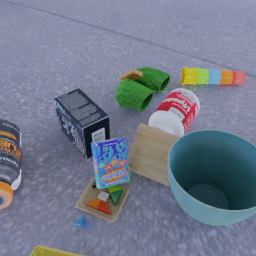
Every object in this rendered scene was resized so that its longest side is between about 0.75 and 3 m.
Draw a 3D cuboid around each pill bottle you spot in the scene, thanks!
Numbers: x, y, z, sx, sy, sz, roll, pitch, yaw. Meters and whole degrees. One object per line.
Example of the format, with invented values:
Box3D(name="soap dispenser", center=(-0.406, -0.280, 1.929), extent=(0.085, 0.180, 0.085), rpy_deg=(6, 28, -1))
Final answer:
Box3D(name="pill bottle", center=(-4.148, 1.125, 8.811), extent=(1.501, 1.501, 2.826), rpy_deg=(-11, 45, -11))
Box3D(name="pill bottle", center=(1.638, -0.331, 10.464), extent=(1.366, 1.366, 2.434), rpy_deg=(22, 48, 22))

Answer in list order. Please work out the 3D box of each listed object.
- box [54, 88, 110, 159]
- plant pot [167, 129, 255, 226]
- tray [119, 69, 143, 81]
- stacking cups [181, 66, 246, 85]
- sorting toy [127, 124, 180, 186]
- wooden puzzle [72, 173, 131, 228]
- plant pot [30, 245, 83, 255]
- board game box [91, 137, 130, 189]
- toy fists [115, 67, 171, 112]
Box3D(name="box", center=(-1.654, -0.205, 10.191), extent=(1.100, 1.524, 2.054), rpy_deg=(-27, 49, -26))
Box3D(name="plant pot", center=(2.417, 1.643, 7.979), extent=(2.754, 1.855, 2.754), rpy_deg=(1, 42, -1))
Box3D(name="tray", center=(0.128, -2.238, 12.097), extent=(0.511, 1.036, 0.192), rpy_deg=(15, 73, -33))
Box3D(name="stacking cups", center=(3.970, -2.325, 13.079), extent=(2.875, 0.870, 0.870), rpy_deg=(4, 43, -2))
Box3D(name="sorting toy", center=(0.917, 0.861, 9.248), extent=(1.591, 0.554, 1.581), rpy_deg=(20, 88, 20))
Box3D(name="wooden puzzle", center=(-0.769, 2.116, 8.669), extent=(1.471, 0.255, 2.181), rpy_deg=(10, 45, 11))
Box3D(name="plant pot", center=(-1.554, 3.518, 6.047), extent=(1.757, 1.809, 1.769), rpy_deg=(9, 43, 10))
Box3D(name="board game box", center=(-0.527, 1.065, 8.675), extent=(1.070, 1.407, 0.317), rpy_deg=(-11, 9, -30))
Box3D(name="toy fists", center=(0.584, -1.780, 12.292), extent=(1.510, 1.019, 2.962), rpy_deg=(29, 49, 19))
